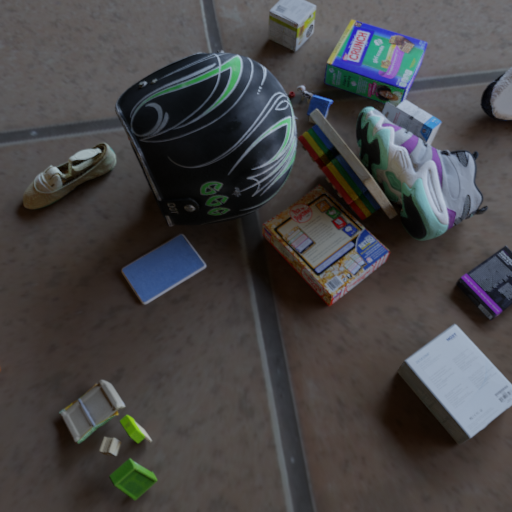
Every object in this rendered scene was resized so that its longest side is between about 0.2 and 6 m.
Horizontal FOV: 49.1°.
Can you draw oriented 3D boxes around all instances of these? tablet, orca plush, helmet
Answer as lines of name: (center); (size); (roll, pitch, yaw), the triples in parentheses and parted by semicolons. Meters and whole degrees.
tablet: (-1.741, 0.237, 10.554); (1.384, 0.095, 0.901); (-32, 66, -15)
orca plush: (6.289, -4.129, 12.249); (3.504, 1.844, 1.246); (-41, 26, 5)
helmet: (-0.714, -2.167, 10.263); (2.990, 3.136, 3.136); (-24, 64, -7)

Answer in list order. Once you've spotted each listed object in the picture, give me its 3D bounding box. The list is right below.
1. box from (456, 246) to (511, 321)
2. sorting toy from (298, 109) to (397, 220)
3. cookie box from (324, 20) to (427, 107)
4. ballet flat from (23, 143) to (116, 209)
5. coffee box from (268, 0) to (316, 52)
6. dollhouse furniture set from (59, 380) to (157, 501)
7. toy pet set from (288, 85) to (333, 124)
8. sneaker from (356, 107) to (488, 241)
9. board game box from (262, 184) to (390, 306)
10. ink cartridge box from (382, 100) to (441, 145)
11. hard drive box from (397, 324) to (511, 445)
box: (4.479, 0.485, 10.347); (1.276, 0.230, 0.912); (-32, 67, -15)
sorting toy: (1.690, -1.561, 10.647); (0.656, 1.886, 1.874); (-38, 61, 12)
cookie box: (2.694, -4.369, 12.707); (1.861, 0.699, 1.592); (22, 65, 12)
ballet flat: (-3.830, -1.686, 11.286); (2.081, 0.649, 0.702); (-34, 67, -17)
coffee box: (0.845, -5.529, 13.281); (0.818, 0.809, 0.817); (31, 66, 16)
dollhouse furniture set: (-2.288, 2.932, 8.988); (0.922, 0.713, 1.846); (-40, 49, -12)
toy pet set: (1.025, -3.225, 12.142); (1.083, 0.616, 1.160); (20, 64, 11)
sneaker: (3.452, -1.889, 11.202); (2.123, 1.180, 3.035); (-20, 72, -13)
board game box: (1.289, -0.244, 10.580); (1.476, 0.451, 1.949); (-35, 68, -16)
ink cartridge box: (3.237, -2.812, 11.860); (1.162, 0.673, 0.387); (39, 60, 19)
hard drive box: (3.322, 2.099, 9.256); (1.186, 0.584, 1.522); (-31, 66, -15)
